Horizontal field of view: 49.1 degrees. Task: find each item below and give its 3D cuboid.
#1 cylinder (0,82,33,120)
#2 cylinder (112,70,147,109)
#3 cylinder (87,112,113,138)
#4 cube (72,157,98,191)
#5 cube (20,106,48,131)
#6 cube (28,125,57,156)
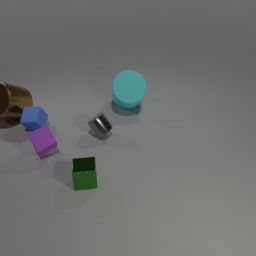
[{"bbox_3d":[-4.797,-1.058,11.171,1.400,1.400,1.400,12,2,17],"label":"cylinder"},{"bbox_3d":[0.015,-1.607,12.009,1.400,1.400,1.400,-3,-4,-4],"label":"cylinder"},{"bbox_3d":[-1.045,-0.115,10.475,0.700,0.700,0.700,-34,15,10],"label":"cylinder"},{"bbox_3d":[-1.307,1.375,8.480,0.700,0.700,0.700,-5,33,-7],"label":"cube"},{"bbox_3d":[-3.626,-0.356,10.875,0.700,0.700,0.700,-2,61,13],"label":"cube"},{"bbox_3d":[-2.881,0.426,9.502,0.700,0.700,0.700,-29,82,-18],"label":"cube"}]
